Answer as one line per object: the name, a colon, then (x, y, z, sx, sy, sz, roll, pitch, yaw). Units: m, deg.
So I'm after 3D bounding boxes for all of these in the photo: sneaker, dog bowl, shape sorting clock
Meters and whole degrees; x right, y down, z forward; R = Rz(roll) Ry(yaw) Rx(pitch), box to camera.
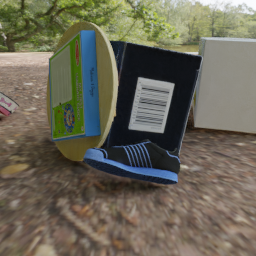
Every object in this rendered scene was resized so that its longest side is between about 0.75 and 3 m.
sneaker: (0.092, 0.470, 4.543, 1.564, 0.609, 0.548, 15, -26, -9)
dog bowl: (-3.858, -0.799, 8.197, 1.239, 0.457, 1.239, 28, -14, 7)
shape sorting clock: (-0.994, -0.690, 5.468, 0.519, 2.645, 2.645, 0, 15, -35)

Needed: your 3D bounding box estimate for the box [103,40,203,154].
box: (0.193, -0.787, 6.306, 1.503, 2.084, 2.807, 6, 17, -15)

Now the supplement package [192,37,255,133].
supplement package: (3.091, -1.385, 8.013, 2.236, 2.252, 2.968, 6, 19, 10)

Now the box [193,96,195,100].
box: (1.264, -0.660, 7.858, 0.950, 0.300, 1.204, -20, -8, -2)
